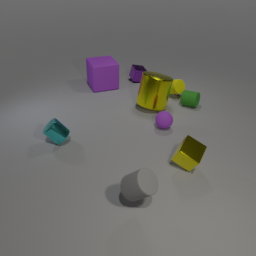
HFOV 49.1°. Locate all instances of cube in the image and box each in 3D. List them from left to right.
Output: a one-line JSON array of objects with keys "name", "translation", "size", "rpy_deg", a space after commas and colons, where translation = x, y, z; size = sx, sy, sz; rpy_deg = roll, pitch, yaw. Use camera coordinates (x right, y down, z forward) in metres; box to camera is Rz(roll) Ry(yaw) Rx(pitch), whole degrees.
[{"name": "cube", "translation": [-1.339, -2.875, 14.761], "size": [1.400, 1.400, 1.400], "rpy_deg": [-11, 35, -18]}, {"name": "cube", "translation": [0.561, -3.049, 15.629], "size": [0.700, 0.700, 0.700], "rpy_deg": [1, 38, -27]}, {"name": "cube", "translation": [1.879, 0.785, 8.660], "size": [0.700, 0.700, 0.700], "rpy_deg": [32, 59, 3]}]

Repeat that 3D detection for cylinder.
[{"name": "cylinder", "translation": [-2.582, 0.121, 10.081], "size": [0.700, 0.700, 0.700], "rpy_deg": [-34, 29, 22]}, {"name": "cylinder", "translation": [0.283, 1.432, 7.083], "size": [0.700, 0.700, 0.700], "rpy_deg": [-31, 5, 42]}, {"name": "cylinder", "translation": [1.183, -1.668, 12.495], "size": [1.400, 1.400, 1.400], "rpy_deg": [11, 23, -5]}, {"name": "cylinder", "translation": [2.305, -2.010, 13.687], "size": [0.700, 0.700, 0.700], "rpy_deg": [-19, 15, -30]}, {"name": "cylinder", "translation": [2.870, -1.351, 12.882], "size": [0.700, 0.700, 0.700], "rpy_deg": [16, 33, 29]}]

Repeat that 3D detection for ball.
[{"name": "ball", "translation": [1.432, -0.319, 11.072], "size": [0.700, 0.700, 0.700], "rpy_deg": [0, 30, 0]}]
